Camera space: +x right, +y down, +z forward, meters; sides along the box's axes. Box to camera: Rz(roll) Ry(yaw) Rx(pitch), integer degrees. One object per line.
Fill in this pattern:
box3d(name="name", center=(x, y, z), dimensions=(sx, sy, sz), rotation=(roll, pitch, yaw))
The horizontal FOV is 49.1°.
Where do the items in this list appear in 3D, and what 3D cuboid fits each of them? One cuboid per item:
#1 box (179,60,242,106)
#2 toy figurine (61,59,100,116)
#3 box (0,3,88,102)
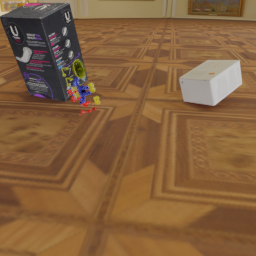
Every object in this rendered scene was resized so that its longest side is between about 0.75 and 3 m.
box3d(name="box", center=(2.767, -1.562, 9.356), dimensions=(1.668, 0.887, 1.270), rotation=(-34, 31, -28))
box3d(name="toy figurine", center=(-1.613, -1.183, 8.491), dimensions=(0.837, 1.587, 0.951), rotation=(-33, 22, -29))
box3d(name="box", center=(-2.715, -2.584, 9.537), dimensions=(1.753, 2.867, 1.521), rotation=(12, 43, 23))
